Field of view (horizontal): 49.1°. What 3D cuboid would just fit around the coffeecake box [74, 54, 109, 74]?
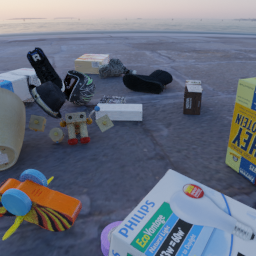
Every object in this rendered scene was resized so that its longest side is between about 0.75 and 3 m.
[{"bbox_3d":[-2.574,-4.739,20.553,1.961,0.933,2.554,4,25,8],"label":"coffeecake box"}]

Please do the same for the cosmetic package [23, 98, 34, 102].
[{"bbox_3d":[-5.085,-1.672,14.598,0.497,0.349,0.980,-1,25,-2],"label":"cosmetic package"}]

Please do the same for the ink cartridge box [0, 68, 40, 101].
[{"bbox_3d":[-5.533,-2.048,13.674,1.948,1.124,2.686,12,29,32],"label":"ink cartridge box"}]

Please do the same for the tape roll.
[{"bbox_3d":[-0.126,2.376,5.890,0.878,0.288,0.878,-1,25,0],"label":"tape roll"}]

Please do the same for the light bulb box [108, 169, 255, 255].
[{"bbox_3d":[1.094,2.132,4.826,2.179,1.360,2.160,23,32,24],"label":"light bulb box"}]

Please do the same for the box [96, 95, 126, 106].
[{"bbox_3d":[-0.781,-1.177,13.500,1.149,0.363,1.458,4,25,8],"label":"box"}]

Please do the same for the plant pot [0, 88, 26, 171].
[{"bbox_3d":[-4.215,0.205,8.912,2.136,2.136,2.280,-11,44,-22],"label":"plant pot"}]

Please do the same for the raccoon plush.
[{"bbox_3d":[-0.797,-3.781,18.413,2.402,1.162,1.609,11,35,22],"label":"raccoon plush"}]

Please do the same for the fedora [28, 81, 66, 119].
[{"bbox_3d":[-2.401,-0.985,8.749,0.666,1.458,1.458,-41,27,7],"label":"fedora"}]

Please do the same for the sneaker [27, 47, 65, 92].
[{"bbox_3d":[-3.314,-2.262,10.804,0.862,1.320,2.359,-33,51,-9],"label":"sneaker"}]

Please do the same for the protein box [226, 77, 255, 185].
[{"bbox_3d":[4.680,0.027,7.963,2.821,2.801,1.903,-10,27,-20],"label":"protein box"}]

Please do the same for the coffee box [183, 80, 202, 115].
[{"bbox_3d":[3.050,-1.488,13.289,0.782,1.107,1.959,5,24,11],"label":"coffee box"}]

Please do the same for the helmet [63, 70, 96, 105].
[{"bbox_3d":[-2.375,-1.905,13.648,1.604,1.682,1.682,40,41,22],"label":"helmet"}]

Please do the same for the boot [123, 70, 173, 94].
[{"bbox_3d":[1.187,-2.806,16.294,2.491,0.951,2.093,16,31,18],"label":"boot"}]

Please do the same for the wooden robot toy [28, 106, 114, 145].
[{"bbox_3d":[-2.080,0.029,10.521,2.972,1.309,1.349,-5,-10,-11],"label":"wooden robot toy"}]

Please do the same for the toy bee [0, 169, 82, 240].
[{"bbox_3d":[-2.471,1.617,6.546,2.751,1.495,1.801,40,37,17],"label":"toy bee"}]

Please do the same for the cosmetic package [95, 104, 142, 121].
[{"bbox_3d":[-0.374,-0.691,12.273,1.997,0.506,0.824,1,25,2],"label":"cosmetic package"}]
